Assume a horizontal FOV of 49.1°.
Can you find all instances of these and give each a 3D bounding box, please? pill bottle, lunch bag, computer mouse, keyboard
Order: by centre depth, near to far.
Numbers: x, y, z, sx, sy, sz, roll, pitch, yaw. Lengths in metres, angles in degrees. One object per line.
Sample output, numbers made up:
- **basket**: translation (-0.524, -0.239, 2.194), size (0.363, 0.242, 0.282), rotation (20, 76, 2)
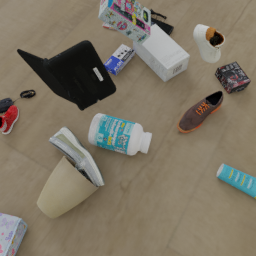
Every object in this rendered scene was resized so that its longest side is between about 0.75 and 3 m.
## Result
- **lunch bag**: translation (-4.349, 3.712, 8.961), size (1.528, 1.145, 1.801), rotation (11, 54, 4)
- **pill bottle**: translation (-0.269, 0.290, 10.598), size (2.244, 1.243, 1.243), rotation (15, 64, 7)
- **computer mouse**: translation (-4.838, -1.191, 11.869), size (1.885, 0.321, 0.553), rotation (-31, 66, -15)
- **keyboard**: translation (1.312, -5.289, 13.997), size (2.066, 0.213, 1.313), rotation (28, 73, 12)

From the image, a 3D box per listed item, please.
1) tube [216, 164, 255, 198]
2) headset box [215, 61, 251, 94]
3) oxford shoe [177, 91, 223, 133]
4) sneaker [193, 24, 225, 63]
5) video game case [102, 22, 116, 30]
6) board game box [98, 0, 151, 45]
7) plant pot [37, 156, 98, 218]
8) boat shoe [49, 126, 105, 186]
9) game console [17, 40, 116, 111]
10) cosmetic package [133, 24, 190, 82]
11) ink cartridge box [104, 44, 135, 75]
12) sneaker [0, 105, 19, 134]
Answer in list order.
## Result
- **tube**: translation (4.338, 2.031, 10.184), size (2.174, 0.548, 0.842), rotation (26, 78, 8)
- **headset box**: translation (4.600, -2.153, 12.245), size (0.983, 0.496, 1.323), rotation (-22, 65, -11)
- **oxford shoe**: translation (2.917, -0.732, 11.323), size (2.389, 0.866, 0.850), rotation (-40, 70, -18)
- **sneaker**: translation (2.865, -2.680, 9.337), size (0.824, 1.946, 0.708), rotation (24, 89, 37)
- **video game case**: translation (-0.623, -5.233, 14.022), size (1.125, 0.098, 0.805), rotation (17, 64, 9)
- **board game box**: translation (-0.077, -4.129, 10.201), size (1.922, 0.618, 1.418), rotation (22, 53, -29)
- **plant pot**: translation (-2.198, 2.154, 9.595), size (1.638, 1.638, 1.749), rotation (40, 80, 18)
- **boat shoe**: translation (-1.866, 1.133, 10.332), size (0.918, 1.055, 2.861), rotation (-37, 65, -12)
- **game console**: translation (-1.949, -1.896, 9.424), size (2.272, 2.583, 1.503), rotation (-28, 58, 3)
- **cosmetic package**: translation (1.439, -3.406, 12.626), size (1.356, 0.975, 2.402), rotation (-32, 67, -15)
- **ink cartridge box**: translation (-0.394, -3.137, 12.837), size (0.704, 0.331, 1.498), rotation (32, 68, 16)
- **sneaker**: translation (-4.818, -0.458, 11.250), size (0.508, 0.750, 1.298), rotation (5, 64, 1)
